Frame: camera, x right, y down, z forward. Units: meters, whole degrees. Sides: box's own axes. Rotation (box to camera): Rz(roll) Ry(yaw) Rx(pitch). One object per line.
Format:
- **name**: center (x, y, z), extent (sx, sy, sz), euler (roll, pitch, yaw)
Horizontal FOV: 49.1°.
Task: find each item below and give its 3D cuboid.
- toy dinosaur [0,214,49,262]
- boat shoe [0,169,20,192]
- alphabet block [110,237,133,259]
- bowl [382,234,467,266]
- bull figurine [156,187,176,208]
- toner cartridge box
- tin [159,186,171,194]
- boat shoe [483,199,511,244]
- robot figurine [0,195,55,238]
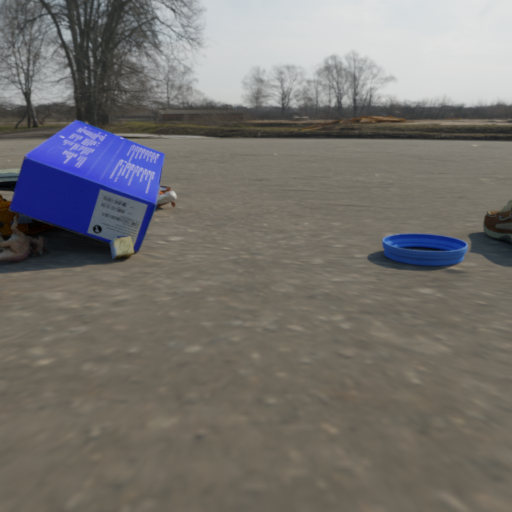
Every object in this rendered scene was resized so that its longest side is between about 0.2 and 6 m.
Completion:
- **toy dinosaur**: center (-3.413, -0.110, 8.095), extent (0.444, 0.700, 1.033), euler (-39, 19, 31)
- **boat shoe**: center (-4.590, -1.416, 12.080), extent (2.846, 0.886, 1.062), euler (1, 14, -12)
- **alphabet block**: center (-1.953, -0.111, 8.137), extent (0.266, 0.260, 0.261), euler (-9, -9, -25)
- **bowl**: center (2.479, -0.095, 8.276), extent (1.207, 0.237, 1.207), euler (0, 14, 0)
- **bull figurine**: center (-2.463, -1.316, 12.600), extent (1.419, 0.462, 0.862), euler (13, 20, 42)
- **toner cartridge box**: center (-2.753, -1.421, 10.035), extent (1.980, 0.900, 4.169), euler (21, 16, -14)
- **tin**: center (-2.862, -1.547, 13.772), extent (1.560, 0.327, 0.874), euler (3, 11, 10)
- **boat shoe**: center (4.340, -0.566, 9.068), extent (0.767, 0.749, 2.027), euler (-1, 14, -2)
- **robot figurine**: center (-4.171, -0.887, 10.211), extent (1.981, 0.795, 2.732), euler (5, 15, 22)
